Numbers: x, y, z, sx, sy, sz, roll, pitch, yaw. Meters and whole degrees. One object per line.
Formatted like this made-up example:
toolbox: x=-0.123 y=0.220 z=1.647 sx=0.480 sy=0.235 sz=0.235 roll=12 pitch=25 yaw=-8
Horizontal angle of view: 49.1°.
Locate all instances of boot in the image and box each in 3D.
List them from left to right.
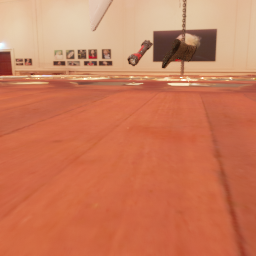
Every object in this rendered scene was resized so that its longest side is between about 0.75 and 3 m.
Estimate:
boot: x=1.607 y=-2.212 z=8.831 sx=0.764 sy=1.169 sz=0.396 roll=17 pitch=50 yaw=-16

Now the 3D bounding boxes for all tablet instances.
tablet: x=-0.316 y=-3.084 z=5.401 sx=0.149 sy=1.422 sz=2.186 roll=8 pitch=-26 yaw=-29

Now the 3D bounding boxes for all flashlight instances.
flashlight: x=0.466 y=-3.040 z=11.224 sx=0.462 sy=0.460 sz=1.358 roll=-24 pitch=29 yaw=53
